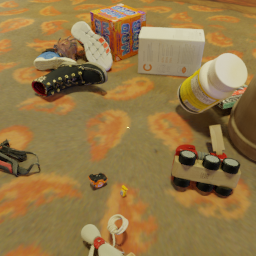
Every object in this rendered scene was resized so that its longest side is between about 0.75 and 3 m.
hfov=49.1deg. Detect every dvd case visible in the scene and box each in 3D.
[{"bbox_3d":[3.735,-1.501,10.913,1.752,0.264,2.400,-13,34,-15],"label":"dvd case"}]

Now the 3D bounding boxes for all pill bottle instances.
[{"bbox_3d":[2.658,-1.385,9.063,1.305,2.284,1.305,4,75,-16],"label":"pill bottle"}]

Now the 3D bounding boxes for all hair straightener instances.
[{"bbox_3d":[-3.842,0.634,8.362,2.933,0.600,1.129,13,42,15],"label":"hair straightener"}]

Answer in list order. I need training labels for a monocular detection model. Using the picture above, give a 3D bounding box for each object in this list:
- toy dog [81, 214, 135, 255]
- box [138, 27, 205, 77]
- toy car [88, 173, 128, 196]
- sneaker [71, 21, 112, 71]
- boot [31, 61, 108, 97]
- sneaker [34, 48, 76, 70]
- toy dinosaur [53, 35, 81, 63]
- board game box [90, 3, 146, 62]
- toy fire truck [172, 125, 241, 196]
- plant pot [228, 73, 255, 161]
[{"bbox_3d":[-0.350,2.784,5.853,1.160,0.847,1.759,-16,29,-7],"label":"toy dog"},{"bbox_3d":[1.836,-3.326,12.228,2.687,1.671,1.310,6,40,7],"label":"box"},{"bbox_3d":[-0.576,1.574,7.430,1.077,0.359,0.529,27,25,31],"label":"toy car"},{"bbox_3d":[-1.510,-3.752,13.177,1.140,1.211,2.958,-34,70,5],"label":"sneaker"},{"bbox_3d":[-2.286,-1.824,10.947,2.625,0.948,1.983,15,41,34],"label":"boot"},{"bbox_3d":[-3.147,-3.135,12.702,1.998,0.767,1.111,3,48,13],"label":"sneaker"},{"bbox_3d":[-2.694,-3.709,12.832,0.939,1.483,2.187,-1,39,-1],"label":"toy dinosaur"},{"bbox_3d":[-0.462,-4.692,13.654,1.908,1.907,1.909,-28,47,-29],"label":"board game box"},{"bbox_3d":[2.179,0.747,7.966,1.706,1.247,1.938,10,24,6],"label":"toy fire truck"},{"bbox_3d":[4.538,-0.728,8.059,2.895,2.512,2.895,-6,50,6],"label":"plant pot"}]
